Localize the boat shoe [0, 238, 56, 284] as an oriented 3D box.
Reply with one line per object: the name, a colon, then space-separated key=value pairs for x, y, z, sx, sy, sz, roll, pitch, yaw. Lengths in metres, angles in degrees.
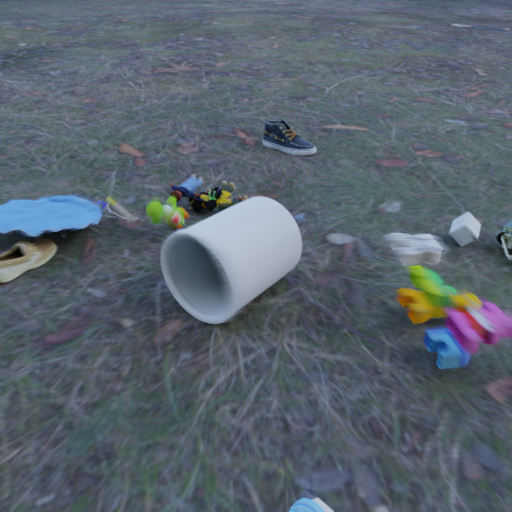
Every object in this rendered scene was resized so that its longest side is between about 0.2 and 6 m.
boat shoe: x=-4.568 y=-0.013 z=11.010 sx=0.558 sy=0.501 sz=1.509 roll=14 pitch=34 yaw=22

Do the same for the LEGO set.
LEGO set: x=3.222 y=0.770 z=9.084 sx=1.225 sy=1.139 sz=2.985 roll=-4 pitch=32 yaw=-7

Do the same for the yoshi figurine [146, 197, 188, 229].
yoshi figurine: x=-1.935 y=-0.916 z=11.871 sx=0.621 sy=0.623 sz=1.108 roll=-14 pitch=-10 yaw=17

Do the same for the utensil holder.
utensil holder: x=-0.380 y=0.013 z=9.955 sx=1.703 sy=1.703 sz=2.004 roll=24 pitch=37 yaw=32

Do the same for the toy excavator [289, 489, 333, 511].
toy excavator: x=0.287 y=3.166 z=5.910 sx=1.175 sy=1.142 sz=0.587 roll=7 pitch=19 yaw=-48

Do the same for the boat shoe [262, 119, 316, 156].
boat shoe: x=0.927 y=-3.415 z=16.045 sx=1.723 sy=0.782 sz=0.610 roll=19 pitch=37 yaw=27

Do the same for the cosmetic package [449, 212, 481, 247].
cosmetic package: x=4.383 y=-0.557 z=11.746 sx=0.417 sy=0.417 sz=0.505 roll=44 pitch=46 yaw=-8

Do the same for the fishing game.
fishing game: x=-4.535 y=-0.778 z=11.948 sx=3.489 sy=0.542 sz=2.498 roll=-11 pitch=25 yaw=-35

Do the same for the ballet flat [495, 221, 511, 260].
ballet flat: x=5.356 y=0.020 z=10.973 sx=0.742 sy=0.742 sz=1.999 roll=-4 pitch=31 yaw=-6

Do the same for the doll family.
doll family: x=-1.143 y=-1.344 z=12.970 sx=1.889 sy=0.741 sz=1.092 roll=10 pitch=38 yaw=24
